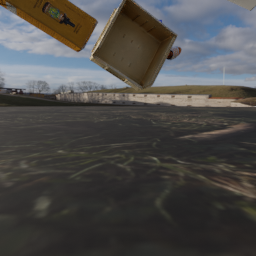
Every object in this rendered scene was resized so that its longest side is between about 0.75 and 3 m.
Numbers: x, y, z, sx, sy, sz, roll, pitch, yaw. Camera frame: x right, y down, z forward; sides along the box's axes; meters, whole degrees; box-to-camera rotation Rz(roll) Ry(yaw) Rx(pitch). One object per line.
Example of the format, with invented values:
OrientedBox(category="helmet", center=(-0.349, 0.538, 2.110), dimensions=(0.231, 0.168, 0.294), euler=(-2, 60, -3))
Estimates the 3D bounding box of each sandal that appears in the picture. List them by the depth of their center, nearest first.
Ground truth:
OrientedBox(category="sandal", center=(1.394, -2.474, 9.494), dimensions=(1.089, 0.417, 0.312), euler=(-15, 42, -21))

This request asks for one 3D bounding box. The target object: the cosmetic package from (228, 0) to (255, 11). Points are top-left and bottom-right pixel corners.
OrientedBox(category="cosmetic package", center=(1.727, -2.860, 4.397), dimensions=(1.546, 0.950, 1.541), euler=(22, 0, -1))

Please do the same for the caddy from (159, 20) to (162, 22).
OrientedBox(category="caddy", center=(0.801, -3.138, 10.188), dimensions=(0.935, 1.781, 1.259), euler=(-3, -34, 8))

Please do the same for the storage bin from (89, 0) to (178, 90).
OrientedBox(category="storage bin", center=(0.128, -2.286, 7.872), dimensions=(1.828, 1.815, 0.857), euler=(30, -10, -21))

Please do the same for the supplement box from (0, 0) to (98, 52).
OrientedBox(category="supplement box", center=(-1.715, -2.379, 5.554), dimensions=(2.148, 0.715, 0.739), euler=(29, -5, -19))
